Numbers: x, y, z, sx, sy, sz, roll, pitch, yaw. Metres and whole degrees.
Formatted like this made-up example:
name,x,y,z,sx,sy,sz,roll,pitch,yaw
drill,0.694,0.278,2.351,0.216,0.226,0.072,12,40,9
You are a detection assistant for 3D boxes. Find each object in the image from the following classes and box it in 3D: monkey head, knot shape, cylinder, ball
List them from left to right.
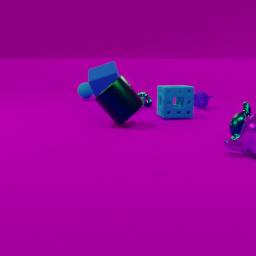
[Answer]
name,x,y,z,sx,sy,sz,roll,pitch,yaw
ball,-2.087,-1.847,13.901,0.801,0.801,0.801,0,15,0
cylinder,-0.272,-0.880,9.110,1.175,1.175,1.175,-40,8,7
knot shape,0.555,-1.255,12.330,1.216,0.600,1.299,-5,12,-37
monkey head,3.136,-1.226,11.857,1.151,0.693,0.828,7,0,-9
monkey head,3.120,-0.050,7.317,0.740,1.228,0.883,31,-13,-19
monkey head,2.871,0.122,6.490,1.174,0.984,1.633,6,11,7

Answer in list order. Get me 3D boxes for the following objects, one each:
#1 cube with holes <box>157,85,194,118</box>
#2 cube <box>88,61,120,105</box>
name,x,y,z,sx,sy,sz,roll,pitch,yaw
cube with holes,1.734,-0.998,10.389,1.087,1.087,1.087,-2,11,-6
cube,-0.866,-1.805,11.228,1.130,1.130,1.130,-17,36,5
